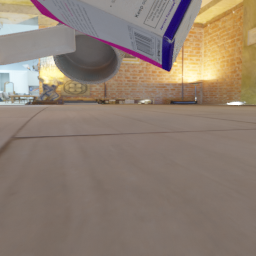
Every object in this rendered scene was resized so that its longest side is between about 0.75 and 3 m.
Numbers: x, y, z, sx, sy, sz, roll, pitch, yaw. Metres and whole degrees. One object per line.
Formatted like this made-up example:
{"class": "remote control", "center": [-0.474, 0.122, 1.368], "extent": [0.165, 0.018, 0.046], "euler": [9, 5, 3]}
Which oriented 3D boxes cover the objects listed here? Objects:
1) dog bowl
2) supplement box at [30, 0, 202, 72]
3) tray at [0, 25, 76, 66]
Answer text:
{"class": "dog bowl", "center": [-1.540, -2.868, 10.828], "extent": [2.944, 0.863, 2.944], "euler": [1, -35, 1]}
{"class": "supplement box", "center": [-0.271, -2.329, 4.734], "extent": [2.855, 1.476, 1.445], "euler": [25, -2, 8]}
{"class": "tray", "center": [-2.855, -2.589, 8.518], "extent": [2.490, 0.276, 1.337], "euler": [-15, -17, -14]}
